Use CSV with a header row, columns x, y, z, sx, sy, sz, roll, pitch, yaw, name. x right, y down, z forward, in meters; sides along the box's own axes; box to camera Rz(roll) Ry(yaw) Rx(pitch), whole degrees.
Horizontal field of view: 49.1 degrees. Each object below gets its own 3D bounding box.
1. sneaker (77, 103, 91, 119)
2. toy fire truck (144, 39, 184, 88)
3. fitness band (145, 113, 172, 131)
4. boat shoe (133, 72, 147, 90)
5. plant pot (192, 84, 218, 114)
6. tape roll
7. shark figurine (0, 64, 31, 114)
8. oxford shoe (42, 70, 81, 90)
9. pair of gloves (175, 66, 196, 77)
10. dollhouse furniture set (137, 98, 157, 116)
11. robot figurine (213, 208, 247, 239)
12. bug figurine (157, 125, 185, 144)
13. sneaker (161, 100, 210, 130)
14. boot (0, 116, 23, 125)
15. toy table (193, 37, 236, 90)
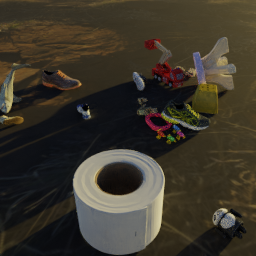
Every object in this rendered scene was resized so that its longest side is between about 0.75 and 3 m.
x,y,z,sx,sy,sz,roll,pitch,yaw,name
-1.949,-0.890,12.471,0.411,0.587,1.017,-15,37,-23,sneaker
1.949,-3.556,15.164,0.688,1.991,2.824,-21,39,-26,toy fire truck
1.294,-0.293,11.930,0.953,0.248,1.327,-15,36,-16,fitness band
0.724,-2.529,14.939,0.606,0.640,1.831,-8,27,-8,boat shoe
3.587,-1.410,12.872,1.140,1.006,1.140,7,34,11,plant pot
-0.224,1.879,7.460,2.322,1.594,2.322,0,34,0,tape roll
-5.458,-1.792,13.286,1.080,2.587,1.546,21,-18,-40,shark figurine
-3.550,-2.565,14.735,2.260,0.824,0.806,10,35,14,oxford shoe
3.299,-3.291,16.360,1.305,0.229,1.110,12,31,9,pair of gloves
0.759,-0.948,12.173,0.463,0.736,0.833,-25,16,-33,dollhouse furniture set
2.684,2.534,7.432,0.654,0.543,0.870,-16,36,-38,robot figurine
1.739,0.212,11.102,1.139,0.293,0.883,-19,38,-26,bug figurine
2.450,-0.533,11.516,2.070,0.876,0.771,12,34,-4,sneaker
-5.004,-0.349,11.910,0.686,0.321,0.883,16,23,42,boot
4.321,-3.026,14.193,1.701,2.670,2.904,-12,34,13,toy table
